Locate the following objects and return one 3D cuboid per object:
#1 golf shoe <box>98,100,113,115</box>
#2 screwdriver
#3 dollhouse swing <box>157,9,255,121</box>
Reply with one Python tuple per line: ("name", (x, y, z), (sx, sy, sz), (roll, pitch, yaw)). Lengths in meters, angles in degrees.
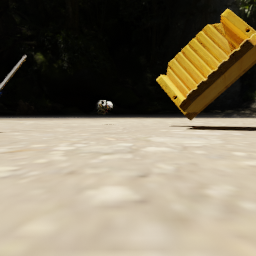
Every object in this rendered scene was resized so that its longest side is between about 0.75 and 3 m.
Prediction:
("golf shoe", (-0.826, -0.843, 10.340), (0.394, 0.449, 1.020), (-2, 21, 15))
("screwdriver", (-2.543, -0.813, 5.704), (0.366, 0.382, 2.625), (-1, 36, 7))
("dollhouse swing", (2.004, -1.888, 7.582), (2.802, 2.546, 2.463), (-44, -28, 19))
